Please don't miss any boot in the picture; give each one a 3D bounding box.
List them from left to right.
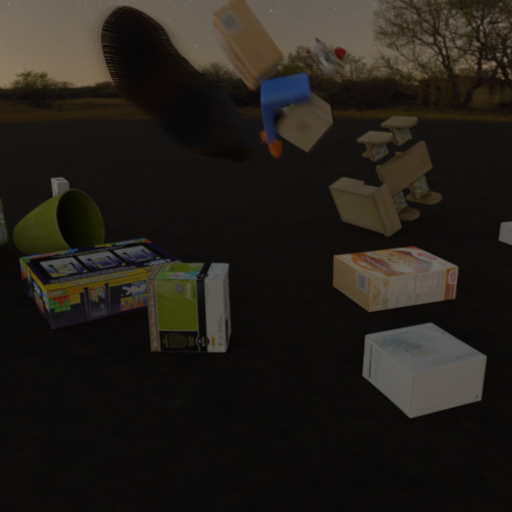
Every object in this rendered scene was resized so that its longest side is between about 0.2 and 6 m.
[{"bbox_3d":[-1.367,-2.801,9.606,3.337,1.247,1.617,54,14,20],"label":"boot"}]

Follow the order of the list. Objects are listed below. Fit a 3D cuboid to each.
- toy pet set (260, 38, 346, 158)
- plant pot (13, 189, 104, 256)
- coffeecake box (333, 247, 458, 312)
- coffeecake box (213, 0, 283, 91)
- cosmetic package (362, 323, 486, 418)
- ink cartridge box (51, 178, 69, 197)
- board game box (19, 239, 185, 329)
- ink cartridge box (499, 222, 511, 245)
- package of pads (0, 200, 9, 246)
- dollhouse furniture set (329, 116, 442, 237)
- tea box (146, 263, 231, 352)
[{"bbox_3d":[0.378,-2.086,7.549,0.899,1.693,1.581,28,37,-21],"label":"toy pet set"},{"bbox_3d":[-3.643,-0.442,10.023,1.313,1.228,1.228,-12,12,22],"label":"plant pot"},{"bbox_3d":[2.053,0.313,8.382,1.453,0.531,1.115,-6,18,-19],"label":"coffeecake box"},{"bbox_3d":[-0.211,-4.359,11.673,0.685,1.440,1.876,-37,8,1],"label":"coffeecake box"},{"bbox_3d":[1.703,1.140,5.758,0.865,0.534,0.868,-7,20,-21],"label":"cosmetic package"},{"bbox_3d":[-5.217,-1.757,14.946,0.316,0.551,0.759,-10,20,-29],"label":"ink cartridge box"},{"bbox_3d":[-2.242,0.327,8.292,2.026,0.574,1.674,-11,22,-31],"label":"board game box"},{"bbox_3d":[5.367,-0.428,10.969,0.934,0.395,0.675,-4,18,-18],"label":"ink cartridge box"},{"bbox_3d":[-5.851,-0.285,9.605,2.161,0.954,2.797,0,18,6],"label":"package of pads"},{"bbox_3d":[3.051,-1.604,12.195,2.339,2.050,1.554,-35,28,-16],"label":"dollhouse furniture set"},{"bbox_3d":[-0.794,0.612,6.748,0.921,0.936,0.625,1,17,2],"label":"tea box"}]
